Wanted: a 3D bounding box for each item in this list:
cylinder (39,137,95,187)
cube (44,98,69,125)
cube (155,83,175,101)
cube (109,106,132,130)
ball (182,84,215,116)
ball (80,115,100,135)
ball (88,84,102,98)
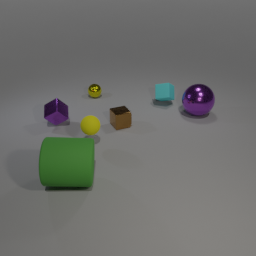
[{"bbox_3d":[-1.705,0.975,8.083,1.400,1.400,1.400,2,29,-4],"label":"cylinder"},{"bbox_3d":[-2.902,-0.650,11.348,0.700,0.700,0.700,-25,53,21],"label":"cube"},{"bbox_3d":[1.739,-1.683,13.184,0.700,0.700,0.700,-3,-5,30],"label":"cube"},{"bbox_3d":[-0.305,-0.422,11.479,0.700,0.700,0.700,-13,31,-22],"label":"cube"},{"bbox_3d":[3.057,-1.220,12.192,1.400,1.400,1.400,0,29,0],"label":"ball"},{"bbox_3d":[-1.320,-0.093,9.837,0.700,0.700,0.700,0,29,0],"label":"ball"},{"bbox_3d":[-1.673,-1.877,14.108,0.700,0.700,0.700,0,29,0],"label":"ball"}]
